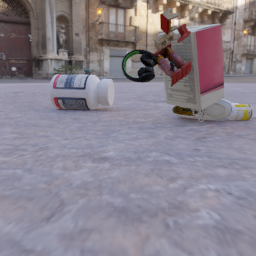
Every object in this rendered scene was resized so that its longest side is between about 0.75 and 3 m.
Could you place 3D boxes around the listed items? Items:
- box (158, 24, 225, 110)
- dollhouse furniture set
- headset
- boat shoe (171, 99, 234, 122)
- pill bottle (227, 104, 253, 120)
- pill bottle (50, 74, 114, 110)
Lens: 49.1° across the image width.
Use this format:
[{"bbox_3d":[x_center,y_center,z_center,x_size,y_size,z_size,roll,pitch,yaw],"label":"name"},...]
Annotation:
[{"bbox_3d":[2.092,-1.990,9.107,1.317,2.418,1.546,-25,27,-31],"label":"box"},{"bbox_3d":[1.167,-2.135,7.652,0.747,1.838,0.989,-36,65,-10],"label":"dollhouse furniture set"},{"bbox_3d":[0.549,-1.733,7.754,1.487,0.918,0.699,10,-11,8],"label":"headset"},{"bbox_3d":[2.501,-0.653,9.840,2.178,0.805,0.928,7,13,37],"label":"boat shoe"},{"bbox_3d":[3.871,-0.561,9.989,1.010,0.566,0.566,-2,11,-11],"label":"pill bottle"},{"bbox_3d":[-2.051,-1.645,12.871,2.664,1.593,1.593,3,12,11],"label":"pill bottle"}]
